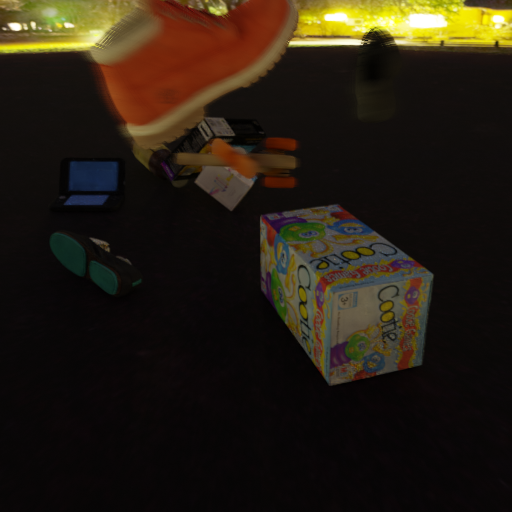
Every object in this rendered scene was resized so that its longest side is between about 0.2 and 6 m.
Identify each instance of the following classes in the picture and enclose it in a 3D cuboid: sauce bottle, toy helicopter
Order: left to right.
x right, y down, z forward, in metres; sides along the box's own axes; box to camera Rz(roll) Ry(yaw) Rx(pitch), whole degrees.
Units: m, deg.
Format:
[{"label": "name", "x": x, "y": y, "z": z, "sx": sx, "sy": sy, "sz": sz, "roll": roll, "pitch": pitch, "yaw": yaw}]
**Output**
[{"label": "sauce bottle", "x": -2.327, "y": -2.283, "z": 13.549, "sx": 0.724, "sy": 0.724, "sz": 2.238, "roll": -14, "pitch": 38, "yaw": -28}, {"label": "toy helicopter", "x": -0.380, "y": -1.499, "z": 8.919, "sx": 2.002, "sy": 0.790, "sz": 1.324, "roll": 5, "pitch": 10, "yaw": 19}]

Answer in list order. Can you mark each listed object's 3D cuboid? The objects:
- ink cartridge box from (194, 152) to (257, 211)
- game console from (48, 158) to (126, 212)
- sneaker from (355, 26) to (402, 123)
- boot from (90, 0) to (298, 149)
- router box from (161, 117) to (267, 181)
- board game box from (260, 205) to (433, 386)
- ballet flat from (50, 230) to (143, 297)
[{"label": "ink cartridge box", "x": -0.676, "y": -1.624, "z": 11.614, "sx": 1.122, "sy": 0.702, "sz": 0.721, "roll": 38, "pitch": 27, "yaw": -6}, {"label": "game console", "x": -3.560, "y": -1.515, "z": 11.839, "sx": 1.431, "sy": 0.833, "sz": 1.258, "roll": 0, "pitch": 25, "yaw": 1}, {"label": "sneaker", "x": 2.269, "y": -3.632, "z": 10.536, "sx": 0.871, "sy": 1.041, "sz": 2.294, "roll": -5, "pitch": 58, "yaw": 18}, {"label": "boot", "x": -0.473, "y": -1.872, "z": 4.779, "sx": 1.911, "sy": 1.025, "sz": 0.717, "roll": -41, "pitch": 40, "yaw": -13}, {"label": "router box", "x": -0.910, "y": -2.401, "z": 12.582, "sx": 0.536, "sy": 1.566, "sz": 2.100, "roll": 57, "pitch": 33, "yaw": 9}, {"label": "board game box", "x": 1.013, "y": 0.366, "z": 7.299, "sx": 1.249, "sy": 1.272, "sz": 2.426, "roll": -9, "pitch": 26, "yaw": -16}, {"label": "ballet flat", "x": -2.462, "y": 0.110, "z": 8.747, "sx": 1.866, "sy": 0.634, "sz": 0.638, "roll": 31, "pitch": 29, "yaw": 32}]
